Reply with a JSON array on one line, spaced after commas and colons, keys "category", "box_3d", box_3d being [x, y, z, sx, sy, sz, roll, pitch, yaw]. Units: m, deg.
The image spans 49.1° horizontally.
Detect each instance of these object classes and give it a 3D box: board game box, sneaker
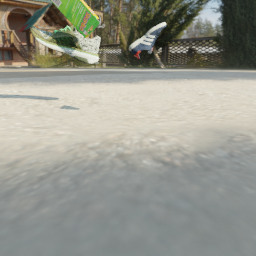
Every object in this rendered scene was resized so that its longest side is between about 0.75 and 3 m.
[{"category": "board game box", "box_3d": [-1.838, -4.148, 9.925, 0.862, 1.803, 0.270, -37, 10, 31]}, {"category": "sneaker", "box_3d": [-2.357, -3.593, 11.108, 2.958, 1.311, 1.137, 22, 13, -2]}, {"category": "sneaker", "box_3d": [0.663, -2.532, 8.215, 1.281, 0.541, 0.480, -34, 10, 20]}]
